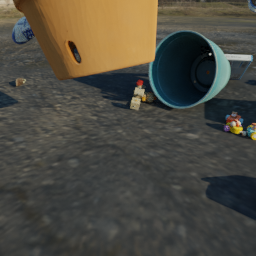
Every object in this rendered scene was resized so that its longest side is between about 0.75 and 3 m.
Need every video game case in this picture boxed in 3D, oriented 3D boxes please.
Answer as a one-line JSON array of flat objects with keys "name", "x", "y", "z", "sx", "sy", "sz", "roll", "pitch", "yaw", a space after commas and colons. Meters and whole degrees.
[{"name": "video game case", "x": 3.433, "y": -2.605, "z": 11.891, "sx": 2.968, "sy": 0.264, "sz": 2.124, "roll": 5, "pitch": -9, "yaw": 10}]

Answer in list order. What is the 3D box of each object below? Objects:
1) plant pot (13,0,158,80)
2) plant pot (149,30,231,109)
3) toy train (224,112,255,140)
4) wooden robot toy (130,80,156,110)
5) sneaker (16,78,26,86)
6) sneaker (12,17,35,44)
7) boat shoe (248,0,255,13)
[{"name": "plant pot", "x": -0.614, "y": -2.109, "z": 5.428, "sx": 2.889, "sy": 2.022, "sz": 2.889, "roll": -12, "pitch": 13, "yaw": 3}, {"name": "plant pot", "x": 2.378, "y": -1.985, "z": 9.846, "sx": 2.466, "sy": 2.466, "sz": 2.317, "roll": 20, "pitch": 19, "yaw": 35}, {"name": "toy train", "x": 3.401, "y": -0.134, "z": 8.067, "sx": 1.091, "sy": 0.404, "sz": 1.453, "roll": -24, "pitch": 34, "yaw": -39}, {"name": "wooden robot toy", "x": 0.619, "y": -1.200, "z": 9.951, "sx": 0.804, "sy": 0.780, "sz": 1.772, "roll": 14, "pitch": 28, "yaw": 4}, {"name": "sneaker", "x": -4.584, "y": -1.987, "z": 11.966, "sx": 0.301, "sy": 0.281, "sz": 0.797, "roll": 0, "pitch": 27, "yaw": -9}, {"name": "sneaker", "x": -2.402, "y": -2.594, "z": 7.124, "sx": 1.422, "sy": 0.535, "sz": 0.627, "roll": -35, "pitch": 42, "yaw": 12}, {"name": "boat shoe", "x": 4.150, "y": -4.326, "z": 8.978, "sx": 0.548, "sy": 0.549, "sz": 1.518, "roll": 11, "pitch": 53, "yaw": -9}]
